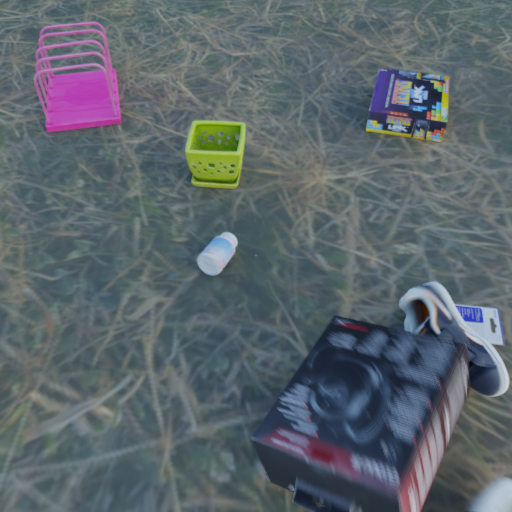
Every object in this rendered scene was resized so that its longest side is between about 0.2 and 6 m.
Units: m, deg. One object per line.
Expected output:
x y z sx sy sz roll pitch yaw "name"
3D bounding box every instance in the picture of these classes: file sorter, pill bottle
-4.669 -4.750 14.590 1.853 1.673 2.667 -9 47 -9 "file sorter"
-0.718 -0.066 10.819 0.498 0.498 0.916 17 39 16 "pill bottle"

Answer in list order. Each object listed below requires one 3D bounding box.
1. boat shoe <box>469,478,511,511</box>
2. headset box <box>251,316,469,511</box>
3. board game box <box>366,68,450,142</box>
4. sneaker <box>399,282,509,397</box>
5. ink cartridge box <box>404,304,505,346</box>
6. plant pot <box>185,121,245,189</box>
2.656 3.779 6.858 2.440 0.899 0.782 -30 51 -29 "boat shoe"
1.464 2.281 7.726 2.101 1.090 2.824 8 42 34 "headset box"
3.974 -3.979 14.553 1.916 0.657 2.318 11 47 9 "board game box"
3.046 1.393 8.941 0.830 0.820 2.091 -11 55 -33 "sneaker"
3.407 1.205 9.749 1.621 0.301 0.768 4 50 7 "ink cartridge box"
-0.875 -2.210 12.515 1.223 1.115 1.229 4 46 3 "plant pot"
